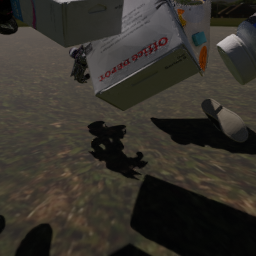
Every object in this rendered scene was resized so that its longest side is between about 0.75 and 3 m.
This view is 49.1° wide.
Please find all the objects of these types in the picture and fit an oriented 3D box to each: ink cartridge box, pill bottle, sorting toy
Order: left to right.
[{"bbox_3d":[-1.197,-2.345,5.394,1.373,0.804,1.900,-28,49,-35],"label":"ink cartridge box"},{"bbox_3d":[0.096,-2.186,6.545,2.147,2.942,1.237,-26,-27,23],"label":"ink cartridge box"},{"bbox_3d":[1.648,-3.444,9.577,2.838,2.554,1.516,16,1,6],"label":"sorting toy"},{"bbox_3d":[3.574,-2.225,6.671,2.571,1.463,1.463,-33,20,14],"label":"pill bottle"}]

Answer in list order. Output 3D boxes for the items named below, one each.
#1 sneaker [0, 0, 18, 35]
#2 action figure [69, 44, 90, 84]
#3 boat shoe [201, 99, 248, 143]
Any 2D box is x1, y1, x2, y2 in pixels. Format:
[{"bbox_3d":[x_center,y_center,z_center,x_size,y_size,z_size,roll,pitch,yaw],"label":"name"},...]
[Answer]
[{"bbox_3d":[-2.666,-2.452,5.836,0.676,0.619,1.613,26,-15,7],"label":"sneaker"},{"bbox_3d":[-1.257,-2.328,8.792,0.904,1.696,2.607,32,13,-21],"label":"action figure"},{"bbox_3d":[1.652,-0.109,4.761,0.362,0.313,0.997,-40,57,3],"label":"boat shoe"}]
